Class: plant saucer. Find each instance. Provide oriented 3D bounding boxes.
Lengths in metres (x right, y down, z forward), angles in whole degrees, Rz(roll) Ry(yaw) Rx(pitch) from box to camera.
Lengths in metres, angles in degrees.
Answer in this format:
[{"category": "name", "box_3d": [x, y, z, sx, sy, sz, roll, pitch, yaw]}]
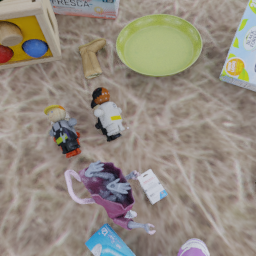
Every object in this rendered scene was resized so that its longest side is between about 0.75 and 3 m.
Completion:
[{"category": "plant saucer", "box_3d": [0.892, -2.373, 8.210, 2.465, 0.383, 2.465, -2, 60, 3]}]

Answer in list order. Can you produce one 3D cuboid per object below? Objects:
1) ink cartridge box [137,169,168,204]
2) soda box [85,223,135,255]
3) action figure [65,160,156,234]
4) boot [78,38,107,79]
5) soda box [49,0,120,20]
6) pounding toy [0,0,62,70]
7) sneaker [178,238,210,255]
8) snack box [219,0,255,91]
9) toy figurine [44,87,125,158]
[{"category": "ink cartridge box", "box_3d": [0.603, 1.492, 7.137, 0.444, 0.256, 0.767, -30, 74, -10]}, {"category": "soda box", "box_3d": [-0.047, 3.156, 6.332, 0.656, 0.694, 2.045, -42, 76, -13]}, {"category": "action figure", "box_3d": [-0.308, 1.687, 6.105, 1.552, 2.084, 1.396, -15, 52, -4]}, {"category": "boot", "box_3d": [-0.951, -2.054, 8.325, 0.930, 0.351, 1.062, -21, 71, 7]}, {"category": "soda box", "box_3d": [-1.729, -4.169, 8.684, 2.892, 0.989, 0.919, 6, 71, 2]}, {"category": "pounding toy", "box_3d": [-3.313, -2.661, 7.217, 2.563, 2.785, 1.980, -10, 71, -3]}, {"category": "sneaker", "box_3d": [1.307, 3.763, 5.977, 1.022, 1.608, 2.820, 13, 104, 13]}, {"category": "snack box", "box_3d": [4.168, -2.002, 7.508, 2.699, 0.913, 2.276, 20, 93, 14]}, {"category": "toy figurine", "box_3d": [-1.052, -0.165, 6.898, 1.814, 1.786, 1.262, -22, 83, -8]}]
